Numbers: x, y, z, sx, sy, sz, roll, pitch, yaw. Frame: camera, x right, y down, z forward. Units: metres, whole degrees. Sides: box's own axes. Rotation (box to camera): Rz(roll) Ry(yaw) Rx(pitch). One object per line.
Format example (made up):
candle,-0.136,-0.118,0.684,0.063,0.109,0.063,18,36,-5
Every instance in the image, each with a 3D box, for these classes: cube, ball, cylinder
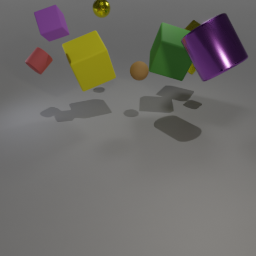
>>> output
cube,-1.456,-2.520,10.582,1.400,1.400,1.400,-24,52,-3
ball,0.416,-2.110,10.357,0.700,0.700,0.700,0,30,0
cylinder,-3.202,-2.413,10.084,0.700,0.700,0.700,28,78,39
ball,-1.033,-4.667,10.917,0.700,0.700,0.700,0,30,0
cylinder,2.450,-2.262,7.993,1.400,1.400,1.400,-29,4,2
cube,1.693,-2.909,10.732,1.400,1.400,1.400,14,47,-8
cube,2.798,-3.472,12.085,1.400,1.400,1.400,37,54,4
cube,-2.266,-3.116,8.384,0.700,0.700,0.700,-17,-1,5
